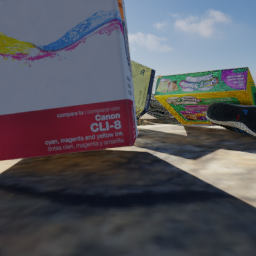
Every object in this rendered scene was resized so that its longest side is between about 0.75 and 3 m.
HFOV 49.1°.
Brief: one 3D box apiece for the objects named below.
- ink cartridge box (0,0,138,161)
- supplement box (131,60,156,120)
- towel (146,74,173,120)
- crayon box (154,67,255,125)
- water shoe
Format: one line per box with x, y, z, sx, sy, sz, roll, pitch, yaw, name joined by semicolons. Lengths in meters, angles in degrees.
-0.920;-1.014;4.218;1.895;2.620;1.903;-7;3;5;ink cartridge box
-0.102;-1.074;7.593;1.319;1.320;0.886;18;-23;-16;supplement box
1.250;-1.157;10.462;1.890;0.977;2.283;-25;32;-33;towel
2.052;-0.700;7.055;2.185;0.637;1.885;0;-22;34;crayon box
2.638;-0.155;6.156;1.774;0.634;0.700;22;-3;31;water shoe
